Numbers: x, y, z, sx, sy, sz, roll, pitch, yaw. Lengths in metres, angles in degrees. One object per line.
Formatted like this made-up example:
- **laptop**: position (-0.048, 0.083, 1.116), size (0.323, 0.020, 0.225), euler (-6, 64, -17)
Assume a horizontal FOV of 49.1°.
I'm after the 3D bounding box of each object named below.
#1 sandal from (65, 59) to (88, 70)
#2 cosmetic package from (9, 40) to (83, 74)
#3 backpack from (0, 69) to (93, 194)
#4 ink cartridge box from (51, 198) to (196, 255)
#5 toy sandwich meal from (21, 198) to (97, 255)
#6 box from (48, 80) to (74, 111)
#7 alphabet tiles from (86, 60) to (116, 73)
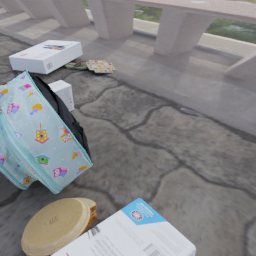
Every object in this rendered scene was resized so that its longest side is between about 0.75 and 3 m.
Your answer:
- **sandal**: position (-2.426, -3.150, 13.750), size (1.488, 0.425, 0.591), euler (4, 31, 9)
- **cosmetic package**: position (-4.037, -3.643, 14.073), size (2.197, 0.753, 2.913), euler (9, 35, 26)
- **backpack**: position (-2.266, 0.220, 6.979), size (2.232, 2.559, 2.911), euler (-39, 44, -18)
- **ink cartridge box**: position (-0.298, 2.631, 4.976), size (2.711, 0.904, 1.570), euler (-25, 42, -31)
- **toy sandwich meal**: position (-1.417, 2.104, 5.900), size (1.668, 0.571, 1.668), euler (-17, 25, 8)
- **box**: position (-2.606, -1.034, 10.158), size (0.690, 1.051, 1.056), euler (29, 44, 35)
- **alphabet tiles**: position (-1.314, -2.979, 13.545), size (1.341, 0.042, 1.116), euler (-5, 43, -26)
